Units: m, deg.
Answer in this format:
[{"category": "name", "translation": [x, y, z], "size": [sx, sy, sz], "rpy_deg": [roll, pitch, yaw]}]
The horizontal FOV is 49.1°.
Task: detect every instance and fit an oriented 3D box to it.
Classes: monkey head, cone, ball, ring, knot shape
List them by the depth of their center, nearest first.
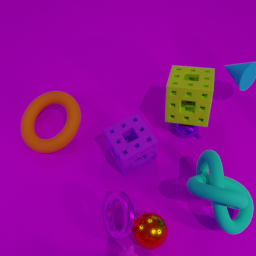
[{"category": "knot shape", "translation": [2.108, 1.469, 6.506], "size": [0.933, 1.889, 2.019], "rpy_deg": [-38, 67, 16]}, {"category": "ball", "translation": [0.519, 2.413, 6.589], "size": [0.838, 0.838, 0.838], "rpy_deg": [0, 58, 0]}, {"category": "ring", "translation": [-0.222, 2.086, 6.722], "size": [0.228, 1.138, 1.138], "rpy_deg": [9, 50, -37]}, {"category": "ring", "translation": [-2.274, -0.201, 8.189], "size": [1.919, 0.384, 1.919], "rpy_deg": [-6, 68, 16]}, {"category": "monkey head", "translation": [1.725, -0.055, 8.369], "size": [1.075, 0.773, 0.647], "rpy_deg": [18, 92, -8]}, {"category": "cone", "translation": [3.280, -1.723, 8.481], "size": [0.904, 0.904, 0.907], "rpy_deg": [-35, 49, -20]}]

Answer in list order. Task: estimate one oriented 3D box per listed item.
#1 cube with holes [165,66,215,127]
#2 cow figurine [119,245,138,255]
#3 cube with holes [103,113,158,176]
[{"category": "cube with holes", "translation": [1.716, -0.911, 7.827], "size": [1.166, 1.166, 1.166], "rpy_deg": [7, 40, 13]}, {"category": "cow figurine", "translation": [0.362, 2.820, 5.737], "size": [1.059, 0.581, 1.042], "rpy_deg": [-1, 36, -43]}, {"category": "cube with holes", "translation": [0.080, 0.458, 7.651], "size": [1.051, 1.051, 1.051], "rpy_deg": [-27, 61, -13]}]
